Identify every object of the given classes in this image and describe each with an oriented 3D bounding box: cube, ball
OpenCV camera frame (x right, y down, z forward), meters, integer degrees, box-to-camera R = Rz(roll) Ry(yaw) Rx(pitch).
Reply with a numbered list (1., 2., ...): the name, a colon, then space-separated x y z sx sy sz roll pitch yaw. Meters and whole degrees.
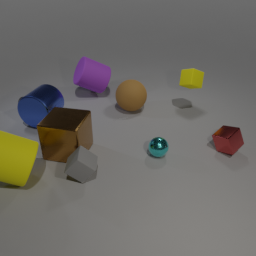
1. cube: 3.513 0.409 9.836 0.700 0.700 0.700 -36 26 -24
2. cube: -1.433 1.119 8.640 0.700 0.700 0.700 36 26 -23
3. cube: 2.725 -2.100 11.996 0.700 0.700 0.700 9 -1 -35
4. ball: 0.143 -1.447 12.441 1.400 1.400 1.400 0 31 0
5. ball: 1.055 0.655 9.684 0.700 0.700 0.700 0 31 0
6. cube: -2.119 0.236 9.747 1.400 1.400 1.400 6 32 10

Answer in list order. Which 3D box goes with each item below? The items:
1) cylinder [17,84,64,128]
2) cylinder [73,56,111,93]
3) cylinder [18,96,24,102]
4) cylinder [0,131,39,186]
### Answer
1. cylinder: -3.561 -0.925 11.566 1.400 1.400 1.400 7 30 12
2. cylinder: -1.749 -2.563 13.608 1.400 1.400 1.400 17 23 -28
3. cylinder: -4.394 -1.105 12.495 0.700 0.700 0.700 13 21 20
4. cylinder: -3.556 0.879 8.276 1.400 1.400 1.400 20 26 -21
